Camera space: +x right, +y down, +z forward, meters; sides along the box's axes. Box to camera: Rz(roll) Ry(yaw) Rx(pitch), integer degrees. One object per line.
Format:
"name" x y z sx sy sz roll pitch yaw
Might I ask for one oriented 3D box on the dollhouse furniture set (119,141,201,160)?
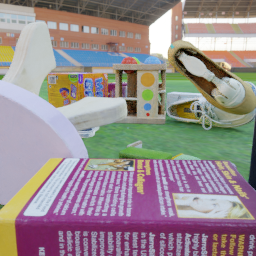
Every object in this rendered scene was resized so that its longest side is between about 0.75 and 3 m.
"dollhouse furniture set" 0.708 0.524 4.142 1.182 0.913 2.365 8 14 33

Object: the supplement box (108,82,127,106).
"supplement box" -0.066 -1.593 13.539 2.323 1.199 1.520 7 14 30

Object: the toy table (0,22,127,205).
"toy table" -1.511 -0.094 4.057 2.745 2.524 1.608 16 33 17

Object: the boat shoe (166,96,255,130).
"boat shoe" 2.456 -0.564 8.861 1.291 1.118 3.027 -11 14 -42

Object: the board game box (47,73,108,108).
"board game box" -1.944 -1.315 11.023 1.676 1.675 1.675 8 14 33

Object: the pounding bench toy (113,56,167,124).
"pounding bench toy" 0.557 -1.537 10.681 1.792 2.251 2.886 2 12 8

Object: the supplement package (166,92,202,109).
"supplement package" 2.434 -1.066 11.916 1.417 0.828 0.831 7 14 30

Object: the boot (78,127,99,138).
"boot" -1.191 -0.315 8.352 0.662 0.822 1.820 -1 12 -6

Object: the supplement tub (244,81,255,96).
"supplement tub" 4.248 -1.227 11.453 1.838 1.329 1.329 -6 13 -29

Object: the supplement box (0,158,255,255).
"supplement box" 0.087 0.877 2.324 1.854 0.957 1.213 1 12 3

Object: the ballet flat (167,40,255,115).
"ballet flat" 2.201 -1.194 7.321 2.913 1.000 0.918 34 18 -4

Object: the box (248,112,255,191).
"box" 3.143 0.065 4.081 2.460 1.826 1.317 -8 14 -30
